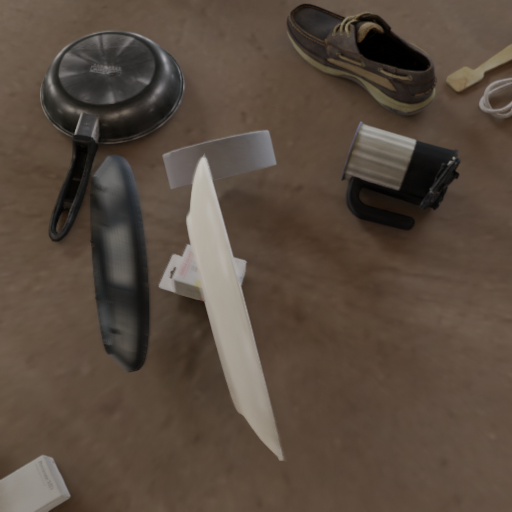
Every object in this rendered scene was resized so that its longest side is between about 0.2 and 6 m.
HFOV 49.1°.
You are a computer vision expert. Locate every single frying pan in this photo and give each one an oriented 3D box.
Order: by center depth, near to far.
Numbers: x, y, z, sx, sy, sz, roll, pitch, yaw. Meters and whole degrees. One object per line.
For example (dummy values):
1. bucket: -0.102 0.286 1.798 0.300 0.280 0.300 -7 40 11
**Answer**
1. frying pan: -2.891 -2.372 9.198 2.447 0.658 4.045 30 65 14

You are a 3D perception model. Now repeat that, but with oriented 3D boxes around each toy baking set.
1. toy baking set: 4.961 -3.037 9.589 3.006 0.350 2.307 26 68 11

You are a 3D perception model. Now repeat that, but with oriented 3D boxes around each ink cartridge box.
1. ink cartridge box: -0.768 0.267 7.944 1.112 0.377 0.640 15 56 5

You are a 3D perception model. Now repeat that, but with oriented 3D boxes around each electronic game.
1. electronic game: -1.598 0.094 6.623 0.527 2.534 2.534 -5 64 -20

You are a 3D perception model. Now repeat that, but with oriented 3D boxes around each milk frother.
1. milk frother: 2.061 -1.282 8.081 1.519 1.615 1.458 18 68 9

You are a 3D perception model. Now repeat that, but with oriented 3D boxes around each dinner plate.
1. dinner plate: -0.293 0.572 5.988 0.390 3.218 3.218 -16 66 -3

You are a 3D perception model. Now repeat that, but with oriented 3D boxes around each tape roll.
1. tape roll: -0.521 -1.374 8.033 1.559 1.559 0.515 -13 99 -6

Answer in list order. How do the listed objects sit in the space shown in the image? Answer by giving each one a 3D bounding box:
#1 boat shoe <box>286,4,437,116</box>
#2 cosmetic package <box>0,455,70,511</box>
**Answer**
1. boat shoe: 1.809 -3.579 9.435 2.956 1.084 1.101 35 70 15
2. cosmetic package: -2.914 2.972 6.753 1.118 0.398 0.567 -30 68 -14
